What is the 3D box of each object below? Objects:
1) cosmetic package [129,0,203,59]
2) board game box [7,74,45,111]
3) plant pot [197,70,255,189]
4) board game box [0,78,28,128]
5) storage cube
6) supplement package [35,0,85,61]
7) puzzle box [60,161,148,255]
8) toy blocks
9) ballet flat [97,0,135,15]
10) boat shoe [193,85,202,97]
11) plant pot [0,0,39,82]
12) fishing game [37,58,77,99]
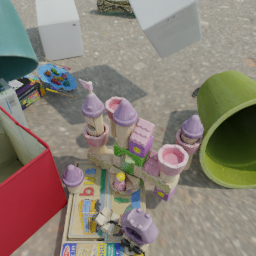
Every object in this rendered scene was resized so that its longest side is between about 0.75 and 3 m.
[{"bbox_3d":[0.803,-3.320,7.195,1.378,2.241,2.234,-25,79,16],"label":"cosmetic package"},{"bbox_3d":[-4.303,-1.245,9.107,2.427,0.688,2.006,27,55,23],"label":"board game box"},{"bbox_3d":[2.847,-0.249,7.249,2.638,2.638,2.505,-2,35,-2],"label":"plant pot"},{"bbox_3d":[-3.920,0.117,7.022,2.540,1.874,0.816,-34,59,-28],"label":"board game box"},{"bbox_3d":[-2.888,1.180,5.842,2.087,2.195,2.442,33,56,26],"label":"storage cube"},{"bbox_3d":[-2.736,-4.107,11.162,1.535,1.530,2.617,-11,48,-10],"label":"supplement package"},{"bbox_3d":[-0.490,1.930,6.401,1.807,0.345,2.717,-1,47,0],"label":"puzzle box"},{"bbox_3d":[0.006,0.431,5.927,2.638,2.376,2.823,25,52,20],"label":"toy blocks"},{"bbox_3d":[-0.021,-5.871,13.060,2.979,1.122,1.010,5,56,4],"label":"ballet flat"},{"bbox_3d":[2.487,-1.351,9.481,0.309,0.266,0.849,36,57,28],"label":"boat shoe"},{"bbox_3d":[-3.812,-2.285,6.538,2.798,2.798,2.245,-17,93,-15],"label":"plant pot"},{"bbox_3d":[-2.353,-1.775,9.418,1.440,0.313,2.011,18,34,-27],"label":"fishing game"}]
